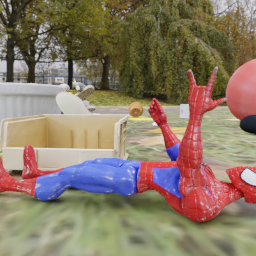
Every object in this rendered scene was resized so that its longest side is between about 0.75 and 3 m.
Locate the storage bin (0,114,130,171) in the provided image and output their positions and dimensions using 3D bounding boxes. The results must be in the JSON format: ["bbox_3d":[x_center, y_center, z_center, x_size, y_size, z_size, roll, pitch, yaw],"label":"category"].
[{"bbox_3d":[-0.777,0.174,4.026,1.487,0.697,1.476,1,5,5],"label":"storage bin"}]

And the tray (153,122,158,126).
[{"bbox_3d":[1.177,-0.169,10.753,0.450,0.093,0.837,-1,5,4],"label":"tray"}]

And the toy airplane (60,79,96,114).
[{"bbox_3d":[-2.834,-1.331,13.704,2.526,1.783,2.515,-16,-14,-7],"label":"toy airplane"}]

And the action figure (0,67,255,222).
[{"bbox_3d":[-0.055,0.117,2.468,2.453,1.214,0.800,5,7,19],"label":"action figure"}]

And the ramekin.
[{"bbox_3d":[-2.945,-0.411,6.989,2.760,1.285,2.760,-1,6,0],"label":"ramekin"}]

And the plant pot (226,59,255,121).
[{"bbox_3d":[4.794,-1.039,9.306,2.462,2.462,2.179,0,16,1],"label":"plant pot"}]

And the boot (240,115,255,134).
[{"bbox_3d":[3.469,-0.045,7.039,1.405,0.536,1.180,11,6,31],"label":"boot"}]

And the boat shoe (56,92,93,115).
[{"bbox_3d":[-0.919,-0.222,5.584,1.262,0.453,0.376,37,-22,5],"label":"boat shoe"}]

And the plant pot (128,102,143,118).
[{"bbox_3d":[0.429,-0.922,15.354,0.841,0.841,0.589,0,23,3],"label":"plant pot"}]

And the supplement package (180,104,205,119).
[{"bbox_3d":[3.372,-0.861,14.583,1.285,0.731,0.704,-4,8,-43],"label":"supplement package"}]
